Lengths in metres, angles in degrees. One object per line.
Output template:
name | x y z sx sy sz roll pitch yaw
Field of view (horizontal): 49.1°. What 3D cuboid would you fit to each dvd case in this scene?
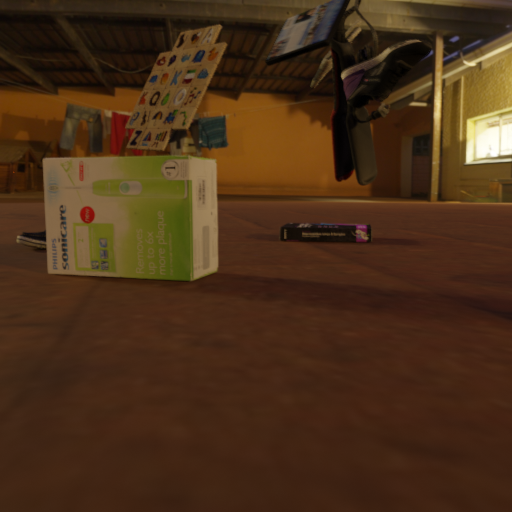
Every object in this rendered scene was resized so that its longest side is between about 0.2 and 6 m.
dvd case | 0.729 -3.256 8.131 1.249 0.891 0.110 3 -27 49

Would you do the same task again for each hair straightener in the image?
hair straightener | 2.215 -3.212 11.376 0.766 3.742 1.440 -24 31 -36

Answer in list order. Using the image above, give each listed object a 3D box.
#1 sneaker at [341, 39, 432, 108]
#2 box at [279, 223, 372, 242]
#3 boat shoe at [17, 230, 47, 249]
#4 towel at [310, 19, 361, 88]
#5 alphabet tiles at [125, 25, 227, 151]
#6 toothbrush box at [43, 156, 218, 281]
sneaker | 2.369 -3.182 10.023 0.675 0.781 1.783 0 -10 -42
box | 1.566 -0.532 12.462 1.957 0.353 1.399 0 7 10
boat shoe | -3.684 -0.475 10.915 0.741 0.618 1.987 9 12 43
towel | 1.856 -4.599 12.871 0.242 1.404 1.352 38 -14 0
alphabet tiles | -1.622 -3.259 10.912 2.250 2.704 0.086 14 -12 48
toothbrush box | -1.628 -0.518 7.359 2.103 1.531 0.905 3 8 19
